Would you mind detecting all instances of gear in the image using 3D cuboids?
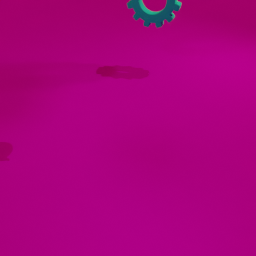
[{"bbox_3d":[0.885,-4.447,9.611,1.884,1.884,0.348,12,42,15],"label":"gear"}]
